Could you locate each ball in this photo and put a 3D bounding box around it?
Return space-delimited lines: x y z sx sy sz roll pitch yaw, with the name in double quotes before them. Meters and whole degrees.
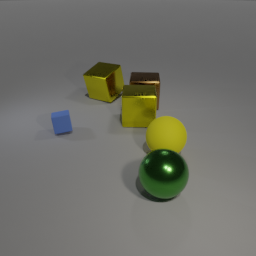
"ball" 1.305 0.290 9.593 1.400 1.400 1.400 0 28 0
"ball" 0.993 1.263 7.836 1.400 1.400 1.400 0 28 0

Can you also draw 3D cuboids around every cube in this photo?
"cube" -2.644 -0.252 11.189 0.700 0.700 0.700 -12 22 -10
"cube" 0.472 -0.950 11.921 1.400 1.400 1.400 1 28 2
"cube" -1.177 -2.336 14.143 1.400 1.400 1.400 15 46 29
"cube" 0.795 -1.802 13.476 1.400 1.400 1.400 2 29 3
